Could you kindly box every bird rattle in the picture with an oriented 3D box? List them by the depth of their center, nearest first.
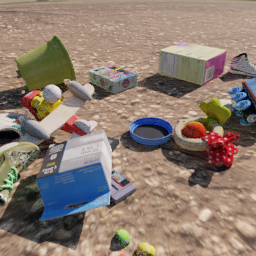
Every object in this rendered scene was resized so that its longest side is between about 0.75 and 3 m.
[{"bbox_3d":[2.339,0.249,8.579,1.859,1.284,2.280,-4,42,15],"label":"bird rattle"}]

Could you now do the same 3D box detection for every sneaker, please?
[{"bbox_3d":[-3.058,1.370,6.611,1.212,1.052,2.735,31,47,23],"label":"sneaker"},{"bbox_3d":[-4.351,0.230,8.272,2.801,0.986,1.310,-7,26,-17],"label":"sneaker"},{"bbox_3d":[6.013,-3.155,13.892,1.813,1.043,0.684,12,33,19],"label":"sneaker"}]

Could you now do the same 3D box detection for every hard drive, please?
[{"bbox_3d":[-0.779,0.597,8.473,0.706,0.166,1.012,12,33,20],"label":"hard drive"}]

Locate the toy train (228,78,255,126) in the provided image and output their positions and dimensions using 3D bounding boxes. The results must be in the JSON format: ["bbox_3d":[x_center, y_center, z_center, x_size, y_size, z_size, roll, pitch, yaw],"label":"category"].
[{"bbox_3d":[4.442,-0.963,10.008,1.297,0.984,2.270,-20,26,18],"label":"toy train"}]

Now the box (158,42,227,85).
[{"bbox_3d":[3.179,-3.273,13.917,2.526,1.221,2.222,24,38,33],"label":"box"}]

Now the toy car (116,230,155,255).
[{"bbox_3d":[-0.006,2.319,5.558,0.907,0.202,0.853,-15,34,-24],"label":"toy car"}]

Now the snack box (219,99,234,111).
[{"bbox_3d":[3.849,-0.904,11.009,0.442,0.141,0.761,4,31,7],"label":"snack box"}]

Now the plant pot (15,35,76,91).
[{"bbox_3d":[-3.699,-2.676,12.350,2.049,2.229,2.229,-26,38,-18],"label":"plant pot"}]

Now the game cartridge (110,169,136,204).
[{"bbox_3d":[-0.383,1.418,7.101,0.691,0.205,1.066,-28,41,-32],"label":"game cartridge"}]

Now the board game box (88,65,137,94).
[{"bbox_3d":[-0.708,-2.293,12.895,1.404,0.612,1.904,-25,40,-35],"label":"board game box"}]

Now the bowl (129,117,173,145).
[{"bbox_3d":[0.756,0.095,9.205,1.433,0.281,1.433,0,31,0],"label":"bowl"}]

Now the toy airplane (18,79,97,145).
[{"bbox_3d":[-2.138,-0.507,8.646,2.438,1.728,2.449,-9,45,-9],"label":"toy airplane"}]

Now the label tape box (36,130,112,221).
[{"bbox_3d":[-1.253,1.035,6.744,1.594,0.735,2.224,-15,26,6],"label":"label tape box"}]
